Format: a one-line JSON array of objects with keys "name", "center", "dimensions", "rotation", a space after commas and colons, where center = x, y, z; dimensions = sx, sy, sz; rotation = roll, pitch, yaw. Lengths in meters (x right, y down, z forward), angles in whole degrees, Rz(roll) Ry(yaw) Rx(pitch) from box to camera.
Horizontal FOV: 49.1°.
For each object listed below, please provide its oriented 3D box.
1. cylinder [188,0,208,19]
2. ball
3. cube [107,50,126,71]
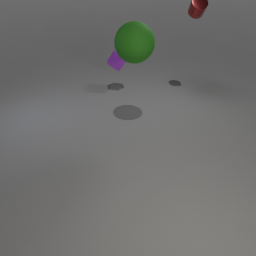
[{"name": "cylinder", "center": [3.020, -5.232, 12.125], "dimensions": [0.700, 0.700, 0.700], "rotation": [-3, -12, -5]}, {"name": "ball", "center": [0.227, -2.932, 9.626], "dimensions": [1.400, 1.400, 1.400], "rotation": [0, 30, 0]}, {"name": "cube", "center": [-0.575, -3.405, 14.151], "dimensions": [0.700, 0.700, 0.700], "rotation": [30, 18, -19]}]
